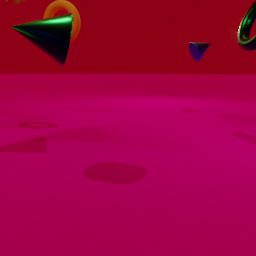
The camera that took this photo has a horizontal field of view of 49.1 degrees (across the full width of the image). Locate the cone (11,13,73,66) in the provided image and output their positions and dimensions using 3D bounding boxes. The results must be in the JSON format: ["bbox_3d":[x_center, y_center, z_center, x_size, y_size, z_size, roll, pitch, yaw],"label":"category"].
[{"bbox_3d":[-2.057,-2.200,6.540,1.266,1.261,1.261,8,8,-21],"label":"cone"}]

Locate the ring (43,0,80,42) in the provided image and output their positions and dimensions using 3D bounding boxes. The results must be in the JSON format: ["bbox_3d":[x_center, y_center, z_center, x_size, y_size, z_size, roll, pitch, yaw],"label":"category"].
[{"bbox_3d":[-2.152,-3.395,9.040,1.365,1.365,0.273,5,13,21],"label":"ring"}]

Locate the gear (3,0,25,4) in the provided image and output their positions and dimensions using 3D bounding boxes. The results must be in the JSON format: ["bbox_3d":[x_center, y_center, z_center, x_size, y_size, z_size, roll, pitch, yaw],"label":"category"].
[{"bbox_3d":[-3.437,-3.994,7.349,1.654,0.306,1.654,19,-14,5],"label":"gear"}]

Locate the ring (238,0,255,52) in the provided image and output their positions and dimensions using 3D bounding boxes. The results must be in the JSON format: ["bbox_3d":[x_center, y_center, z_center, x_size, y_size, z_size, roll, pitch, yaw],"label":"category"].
[{"bbox_3d":[3.429,-2.775,7.273,0.321,1.603,1.603,18,9,-11],"label":"ring"}]

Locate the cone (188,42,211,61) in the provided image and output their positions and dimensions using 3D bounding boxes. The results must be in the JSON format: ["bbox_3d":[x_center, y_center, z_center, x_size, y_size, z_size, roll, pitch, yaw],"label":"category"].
[{"bbox_3d":[3.109,-3.345,11.661,0.848,0.844,0.844,-29,18,-8],"label":"cone"}]
